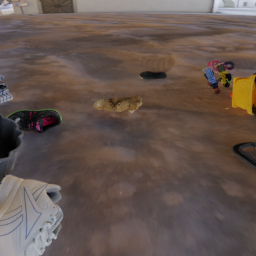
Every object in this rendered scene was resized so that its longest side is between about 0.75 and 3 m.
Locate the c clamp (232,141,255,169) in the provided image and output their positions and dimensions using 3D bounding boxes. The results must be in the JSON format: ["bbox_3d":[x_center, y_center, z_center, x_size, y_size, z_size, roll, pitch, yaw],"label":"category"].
[{"bbox_3d":[3.352,0.697,6.719,1.309,0.208,1.532,-19,33,-24],"label":"c clamp"}]

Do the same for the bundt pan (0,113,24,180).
[{"bbox_3d":[-3.548,0.534,5.795,2.589,0.972,2.589,12,27,-6],"label":"bundt pan"}]

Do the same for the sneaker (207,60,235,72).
[{"bbox_3d":[4.498,-3.012,13.698,1.346,0.543,0.503,2,11,-12],"label":"sneaker"}]

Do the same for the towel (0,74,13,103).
[{"bbox_3d":[-5.611,-1.396,9.911,2.324,0.995,1.924,19,33,32],"label":"towel"}]

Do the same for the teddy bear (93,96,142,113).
[{"bbox_3d":[-0.341,-0.715,9.023,1.593,0.532,1.155,-7,3,-33],"label":"teddy bear"}]

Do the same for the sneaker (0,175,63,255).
[{"bbox_3d":[-1.578,1.540,4.271,1.117,0.955,2.564,0,27,-10],"label":"sneaker"}]

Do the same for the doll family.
[{"bbox_3d":[3.593,-1.963,11.182,1.905,1.101,0.748,-22,2,-30],"label":"doll family"}]

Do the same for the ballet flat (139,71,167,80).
[{"bbox_3d":[1.122,-2.315,12.575,1.243,0.413,0.353,2,-18,6],"label":"ballet flat"}]

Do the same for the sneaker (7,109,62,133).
[{"bbox_3d":[-2.690,-0.180,7.924,1.670,0.641,0.700,-16,27,-26],"label":"sneaker"}]

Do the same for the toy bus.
[{"bbox_3d":[4.471,-1.183,9.398,2.014,1.367,1.934,-4,11,-14],"label":"toy bus"}]
